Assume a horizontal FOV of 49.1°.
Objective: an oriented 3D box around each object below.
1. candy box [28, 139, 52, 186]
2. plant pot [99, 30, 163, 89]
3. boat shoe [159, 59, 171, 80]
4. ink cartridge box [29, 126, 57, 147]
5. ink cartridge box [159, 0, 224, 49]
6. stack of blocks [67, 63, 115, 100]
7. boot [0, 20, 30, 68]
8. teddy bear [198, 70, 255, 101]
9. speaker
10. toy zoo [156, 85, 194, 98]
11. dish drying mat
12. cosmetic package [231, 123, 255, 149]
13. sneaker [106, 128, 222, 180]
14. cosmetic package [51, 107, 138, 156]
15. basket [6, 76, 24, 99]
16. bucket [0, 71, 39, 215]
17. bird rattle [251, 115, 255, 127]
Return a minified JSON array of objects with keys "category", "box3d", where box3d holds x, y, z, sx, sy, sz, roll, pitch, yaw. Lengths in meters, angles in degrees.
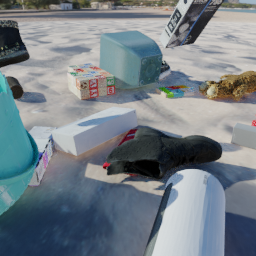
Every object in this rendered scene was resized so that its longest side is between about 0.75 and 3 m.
[{"category":"candy box","box3d":[-2.516,0.767,6.621,1.139,0.486,1.358,0,26,0]},{"category":"plant pot","box3d":[0.273,-2.909,12.525,2.216,2.222,2.264,-21,41,-37]},{"category":"boat shoe","box3d":[1.719,-3.123,14.333,0.831,0.818,2.305,7,27,14]},{"category":"ink cartridge box","box3d":[-2.380,0.269,7.763,0.699,0.391,1.025,3,28,7]},{"category":"ink cartridge box","box3d":[2.152,-3.737,8.969,1.377,2.769,0.543,-16,69,-25]},{"category":"stack of blocks","box3d":[-1.835,-2.119,12.274,1.543,0.785,2.679,-13,29,-25]},{"category":"boot","box3d":[-3.655,-2.333,7.835,1.549,1.166,0.567,-15,-8,-9]},{"category":"teddy bear","box3d":[4.206,-1.662,11.516,2.571,0.858,1.864,-20,24,-21]},{"category":"speaker","box3d":[0.802,1.735,3.926,1.090,1.090,2.683,8,27,16]},{"category":"toy zoo","box3d":[2.091,-1.576,11.878,1.553,0.159,1.019,-8,27,-17]},{"category":"dish drying mat","box3d":[0.093,0.539,7.436,0.806,0.191,2.098,9,27,16]},{"category":"cosmetic package","box3d":[3.384,0.245,7.670,0.990,0.529,0.446,12,28,27]},{"category":"sneaker","box3d":[0.878,0.713,6.484,2.576,0.774,1.344,11,40,6]},{"category":"cosmetic package","box3d":[-0.856,0.017,7.939,0.981,0.602,2.376,8,24,43]},{"category":"basket","box3d":[-4.720,-1.618,11.398,0.945,0.713,1.048,-19,35,-35]},{"category":"bucket","box3d":[-3.226,0.327,5.112,2.982,1.940,2.982,-5,42,5]},{"category":"bird rattle","box3d":[4.480,-0.137,8.681,1.159,0.653,0.945,4,11,39]}]
